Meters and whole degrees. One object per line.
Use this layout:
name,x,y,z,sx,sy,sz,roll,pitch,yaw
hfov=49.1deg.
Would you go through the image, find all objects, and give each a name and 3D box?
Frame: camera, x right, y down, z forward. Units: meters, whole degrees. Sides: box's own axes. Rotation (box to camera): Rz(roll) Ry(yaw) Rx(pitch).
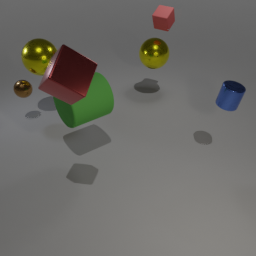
ball,-3.366,-2.721,10.785,1.400,1.400,1.400,0,32,0
ball,-4.064,-1.515,10.849,0.700,0.700,0.700,0,32,0
ball,1.204,-3.421,12.871,1.400,1.400,1.400,0,32,0
cylinder,-1.379,-0.875,8.652,1.400,1.400,1.400,-24,39,-30
cube,1.525,-4.676,11.937,0.700,0.700,0.700,22,68,24
cube,-1.085,-0.928,5.043,0.700,0.700,0.700,26,-20,-26
cylinder,3.143,-0.991,8.607,0.700,0.700,0.700,6,39,-5
